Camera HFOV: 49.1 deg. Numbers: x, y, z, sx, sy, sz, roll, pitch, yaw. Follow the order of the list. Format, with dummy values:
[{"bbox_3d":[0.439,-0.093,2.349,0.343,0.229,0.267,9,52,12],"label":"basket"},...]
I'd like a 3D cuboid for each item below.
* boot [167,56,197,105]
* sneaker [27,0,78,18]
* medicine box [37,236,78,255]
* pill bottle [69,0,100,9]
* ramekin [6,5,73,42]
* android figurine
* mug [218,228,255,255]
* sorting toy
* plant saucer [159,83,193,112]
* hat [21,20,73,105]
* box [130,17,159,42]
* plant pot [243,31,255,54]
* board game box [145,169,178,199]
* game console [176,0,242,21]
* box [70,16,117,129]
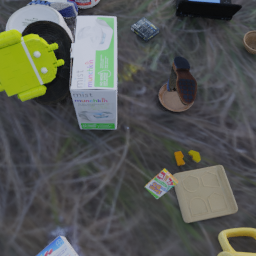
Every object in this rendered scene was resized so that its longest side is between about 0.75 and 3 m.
[{"bbox_3d":[1.300,-0.998,6.875,0.542,0.703,1.450,5,57,-9],"label":"boot"},{"bbox_3d":[-2.898,-4.952,10.866,1.912,0.773,1.104,4,66,4],"label":"sneaker"},{"bbox_3d":[-1.683,3.407,6.841,0.987,0.558,1.084,-39,70,-17],"label":"medicine box"},{"bbox_3d":[-1.750,-5.835,10.320,1.414,2.515,1.414,1,64,-1],"label":"pill bottle"},{"bbox_3d":[-3.164,-3.287,9.864,2.307,1.074,2.307,0,64,1],"label":"ramekin"},{"bbox_3d":[-2.462,-1.434,6.503,1.897,1.726,0.389,-20,44,-10],"label":"android figurine"},{"bbox_3d":[3.141,3.420,6.213,1.897,1.850,2.310,-2,70,-10],"label":"mug"},{"bbox_3d":[2.051,1.550,7.957,1.485,0.267,1.993,-12,64,-1],"label":"sorting toy"},{"bbox_3d":[1.583,-1.001,9.220,1.167,0.213,1.167,0,63,-1],"label":"plant saucer"},{"bbox_3d":[-2.776,-1.912,8.407,2.598,2.598,1.048,30,23,14],"label":"hat"},{"bbox_3d":[0.636,-3.723,10.559,0.697,0.225,0.884,-41,70,-17],"label":"box"},{"bbox_3d":[4.572,-2.986,10.072,0.968,0.447,0.968,0,63,-1],"label":"plant pot"},{"bbox_3d":[0.746,1.334,6.543,0.425,0.889,0.133,44,43,6],"label":"board game box"},{"bbox_3d":[2.975,-4.834,10.531,2.179,1.268,1.916,7,64,3],"label":"game console"},{"bbox_3d":[-0.936,-1.571,8.340,1.240,2.262,2.564,1,63,-2],"label":"box"}]
